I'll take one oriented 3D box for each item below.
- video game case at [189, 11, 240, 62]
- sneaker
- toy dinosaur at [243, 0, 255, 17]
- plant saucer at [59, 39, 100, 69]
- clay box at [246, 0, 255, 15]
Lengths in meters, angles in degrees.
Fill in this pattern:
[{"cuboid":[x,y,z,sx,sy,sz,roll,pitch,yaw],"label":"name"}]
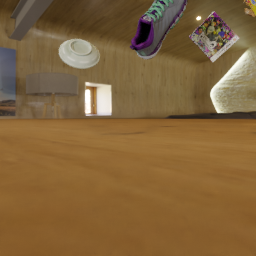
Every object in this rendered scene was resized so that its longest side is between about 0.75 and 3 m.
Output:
[{"cuboid":[3.226,-3.411,10.548,1.256,1.386,0.248,-42,8,27],"label":"video game case"},{"cuboid":[0.903,-3.212,7.976,0.939,2.524,1.105,29,11,20],"label":"sneaker"},{"cuboid":[3.948,-3.781,8.017,0.605,2.002,1.063,46,-9,-38],"label":"toy dinosaur"},{"cuboid":[-1.509,-2.441,8.839,1.307,1.307,0.328,-1,-34,-18],"label":"plant saucer"},{"cuboid":[3.470,-2.680,6.701,0.390,1.640,0.942,-37,17,15],"label":"clay box"}]
